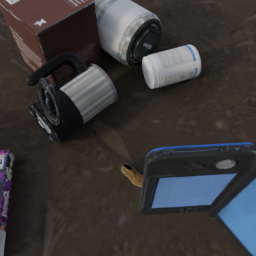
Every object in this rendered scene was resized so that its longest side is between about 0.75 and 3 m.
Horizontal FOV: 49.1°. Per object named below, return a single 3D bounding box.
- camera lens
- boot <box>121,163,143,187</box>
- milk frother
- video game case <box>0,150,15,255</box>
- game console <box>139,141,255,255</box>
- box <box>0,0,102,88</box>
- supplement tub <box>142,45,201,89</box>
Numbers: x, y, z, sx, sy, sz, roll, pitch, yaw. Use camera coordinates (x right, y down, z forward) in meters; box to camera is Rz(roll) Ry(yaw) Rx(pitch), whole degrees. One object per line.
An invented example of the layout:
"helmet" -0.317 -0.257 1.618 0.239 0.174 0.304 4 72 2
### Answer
"camera lens" -0.165 -3.129 8.927 2.179 1.743 1.743 40 66 23
"boot" 0.169 1.198 7.091 0.841 0.317 0.310 33 62 17
"milk frother" -1.318 -0.805 7.114 2.086 2.001 2.217 -40 35 -21
"video game case" -4.284 1.867 6.555 2.875 0.515 2.606 -5 58 -3
"game console" 0.916 0.970 2.814 1.484 1.738 1.028 -3 58 -2
"box" -2.170 -2.781 8.362 1.922 2.341 1.942 -38 67 -21
"supplement tub" 1.326 -1.875 8.579 1.564 1.032 1.032 -16 60 -10
